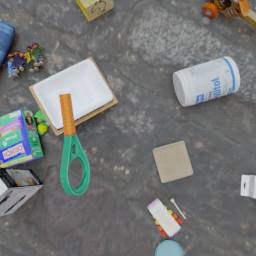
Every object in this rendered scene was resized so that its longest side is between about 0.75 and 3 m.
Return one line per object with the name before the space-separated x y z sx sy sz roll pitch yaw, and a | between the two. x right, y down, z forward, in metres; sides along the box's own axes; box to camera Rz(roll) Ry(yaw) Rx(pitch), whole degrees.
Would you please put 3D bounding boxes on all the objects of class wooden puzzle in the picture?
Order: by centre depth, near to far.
wooden puzzle | 1.719 1.301 10.805 1.271 0.318 1.373 -16 89 -1

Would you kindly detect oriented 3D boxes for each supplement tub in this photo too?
supplement tub | 2.917 -1.735 10.531 2.129 1.405 1.405 -18 85 -1

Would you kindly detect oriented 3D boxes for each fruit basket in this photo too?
fruit basket | -3.271 -0.164 10.824 0.870 0.627 0.870 2 68 -5

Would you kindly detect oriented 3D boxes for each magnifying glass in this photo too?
magnifying glass | -1.389 0.429 6.994 0.287 1.022 2.567 -5 98 25

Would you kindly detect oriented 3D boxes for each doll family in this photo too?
doll family | -4.090 -2.692 10.928 1.906 0.748 1.101 -16 78 -3

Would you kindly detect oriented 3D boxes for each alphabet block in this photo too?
alphabet block | -1.378 -5.181 10.973 1.225 1.197 1.203 -32 83 -2

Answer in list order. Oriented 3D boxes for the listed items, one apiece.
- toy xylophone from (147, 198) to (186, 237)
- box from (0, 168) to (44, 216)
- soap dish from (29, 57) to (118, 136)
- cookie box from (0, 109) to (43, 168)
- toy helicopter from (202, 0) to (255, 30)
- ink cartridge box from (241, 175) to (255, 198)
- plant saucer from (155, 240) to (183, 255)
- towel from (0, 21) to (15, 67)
toy xylophone | 1.492 3.330 10.555 1.108 0.380 1.513 -30 85 -3
box | -4.186 2.196 9.420 1.651 2.831 0.851 -42 80 -2
soap dish | -1.995 -1.172 10.476 2.593 1.053 2.040 -30 85 -13
cookie box | -4.148 0.410 10.434 1.577 0.693 1.844 -18 84 20
toy helicopter | 4.281 -4.550 10.577 2.771 1.833 1.093 36 86 3
ink cartridge box | 5.094 2.256 10.603 1.449 0.492 0.841 5 85 0
plant saucer | 1.543 4.747 10.542 1.053 0.144 1.053 0 84 -1
towel | -5.592 -2.876 10.954 1.609 0.700 2.882 22 83 9
